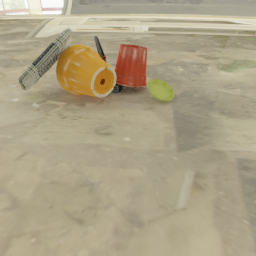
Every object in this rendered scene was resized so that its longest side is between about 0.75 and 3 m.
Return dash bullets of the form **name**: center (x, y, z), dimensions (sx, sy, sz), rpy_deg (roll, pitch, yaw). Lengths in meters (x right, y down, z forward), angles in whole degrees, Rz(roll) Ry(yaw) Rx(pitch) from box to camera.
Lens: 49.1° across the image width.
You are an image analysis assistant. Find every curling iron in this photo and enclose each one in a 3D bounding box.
- **curling iron**: center (-1.132, -3.238, 13.038), dimensions (0.342, 0.663, 2.674), rpy_deg (-11, 67, -13)

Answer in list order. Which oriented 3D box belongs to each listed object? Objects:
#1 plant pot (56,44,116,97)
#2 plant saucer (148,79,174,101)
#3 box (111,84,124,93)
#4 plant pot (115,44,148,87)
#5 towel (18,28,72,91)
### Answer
- **plant pot**: center (-1.469, -2.043, 10.792), dimensions (1.943, 1.943, 1.779), rpy_deg (-23, 39, -37)
- **plant saucer**: center (1.256, -1.448, 10.891), dimensions (1.142, 0.177, 1.142), rpy_deg (14, 48, -16)
- **box**: center (-0.711, -1.767, 11.924), dimensions (0.893, 0.352, 0.630), rpy_deg (10, 23, 18)
- **plant pot**: center (0.149, -2.671, 11.800), dimensions (1.571, 1.528, 1.571), rpy_deg (8, 22, -3)
- **towel**: center (-3.115, -2.450, 10.685), dimensions (2.557, 0.459, 2.656), rpy_deg (-51, 14, -11)
